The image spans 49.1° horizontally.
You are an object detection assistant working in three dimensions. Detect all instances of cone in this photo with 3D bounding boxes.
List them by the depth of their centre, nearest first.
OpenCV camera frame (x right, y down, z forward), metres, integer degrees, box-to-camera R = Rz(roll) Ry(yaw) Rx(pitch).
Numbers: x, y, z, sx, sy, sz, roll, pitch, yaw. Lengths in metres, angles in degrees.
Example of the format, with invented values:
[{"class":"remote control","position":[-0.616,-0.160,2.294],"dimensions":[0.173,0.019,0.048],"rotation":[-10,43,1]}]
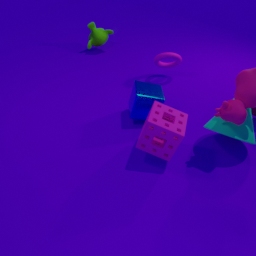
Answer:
[{"class":"cone","position":[3.021,-0.465,7.701],"dimensions":[1.429,1.434,1.429],"rotation":[18,7,-2]}]

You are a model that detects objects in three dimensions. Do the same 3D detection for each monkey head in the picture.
[{"class":"monkey head","position":[-1.423,-4.288,12.874],"dimensions":[1.400,1.007,0.844],"rotation":[-33,55,1]}]

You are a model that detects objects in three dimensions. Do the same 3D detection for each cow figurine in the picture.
[{"class":"cow figurine","position":[2.899,-0.826,7.106],"dimensions":[1.459,0.814,1.483],"rotation":[-6,65,12]}]

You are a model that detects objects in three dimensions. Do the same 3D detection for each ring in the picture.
[{"class":"ring","position":[1.528,-2.591,10.783],"dimensions":[1.083,1.083,0.217],"rotation":[1,78,2]}]

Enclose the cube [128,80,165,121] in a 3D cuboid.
[{"class":"cube","position":[0.566,-0.844,8.900],"dimensions":[0.905,0.905,0.905],"rotation":[9,38,-10]}]

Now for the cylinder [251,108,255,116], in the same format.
[{"class":"cylinder","position":[4.429,-0.747,8.688],"dimensions":[0.926,0.926,0.926],"rotation":[12,38,-6]}]

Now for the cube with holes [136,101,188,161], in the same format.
[{"class":"cube with holes","position":[0.905,0.077,7.468],"dimensions":[0.973,0.973,0.973],"rotation":[23,40,1]}]
